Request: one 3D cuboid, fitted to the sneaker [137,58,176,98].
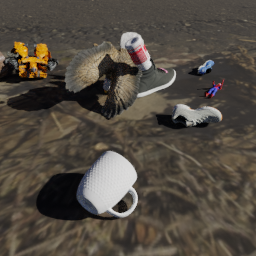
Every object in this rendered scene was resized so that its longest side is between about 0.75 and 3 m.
[{"bbox_3d":[1.070,-2.287,11.251,0.956,1.341,2.704,30,45,35],"label":"sneaker"}]

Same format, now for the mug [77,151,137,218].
[{"bbox_3d":[-0.427,1.475,6.659,1.444,1.066,1.266,39,56,6],"label":"mug"}]

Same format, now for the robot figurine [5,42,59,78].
[{"bbox_3d":[-4.281,-3.062,12.531,2.152,0.864,2.968,-2,36,-20],"label":"robot figurine"}]

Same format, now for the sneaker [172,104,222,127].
[{"bbox_3d":[2.249,-0.299,9.341,1.653,0.626,0.760,7,44,21],"label":"sneaker"}]

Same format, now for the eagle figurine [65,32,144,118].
[{"bbox_3d":[-0.615,-2.029,10.292,2.271,2.259,2.993,-1,32,18],"label":"eagle figurine"}]

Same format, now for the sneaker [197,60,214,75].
[{"bbox_3d":[3.581,-2.664,12.581,0.480,0.423,1.076,33,56,26],"label":"sneaker"}]

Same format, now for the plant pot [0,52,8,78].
[{"bbox_3d":[-5.943,-2.446,11.382,1.659,1.659,1.643,15,31,19],"label":"plant pot"}]

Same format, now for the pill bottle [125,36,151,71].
[{"bbox_3d":[0.377,-2.517,9.591,0.603,1.074,0.603,-21,38,18],"label":"pill bottle"}]

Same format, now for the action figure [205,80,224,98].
[{"bbox_3d":[3.456,-1.642,11.094,0.362,0.549,1.109,26,41,29],"label":"action figure"}]
